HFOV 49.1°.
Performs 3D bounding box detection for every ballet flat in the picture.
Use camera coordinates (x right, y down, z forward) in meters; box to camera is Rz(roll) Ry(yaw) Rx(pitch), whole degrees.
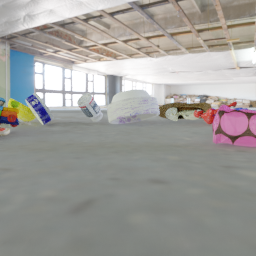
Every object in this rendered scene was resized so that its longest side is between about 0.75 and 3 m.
[{"bbox_3d":[2.117,-0.564,10.677,2.121,0.719,0.767,0,32,15],"label":"ballet flat"}]

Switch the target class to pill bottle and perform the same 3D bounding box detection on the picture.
[{"bbox_3d":[-1.442,-0.757,10.848,0.648,0.648,1.084,3,-36,32],"label":"pill bottle"}]

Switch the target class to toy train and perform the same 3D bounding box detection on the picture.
[{"bbox_3d":[-2.920,-0.400,7.245,1.161,0.672,0.491,6,-19,-12],"label":"toy train"}]

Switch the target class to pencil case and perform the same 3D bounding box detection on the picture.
[{"bbox_3d":[2.339,-0.051,4.714,1.748,0.793,0.819,4,41,19],"label":"pencil case"}]

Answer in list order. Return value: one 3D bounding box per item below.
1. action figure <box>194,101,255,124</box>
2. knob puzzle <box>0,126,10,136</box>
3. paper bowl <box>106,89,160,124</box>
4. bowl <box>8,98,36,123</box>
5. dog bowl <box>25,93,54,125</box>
[{"bbox_3d":[3.487,-0.479,9.448,2.486,0.642,0.813,-2,-29,8],"label":"action figure"},{"bbox_3d":[-3.654,0.010,6.555,2.035,0.282,2.035,-1,6,0],"label":"knob puzzle"},{"bbox_3d":[0.148,-0.754,9.716,1.796,0.934,1.796,-10,-8,-1],"label":"paper bowl"},{"bbox_3d":[-3.968,-0.536,10.331,1.148,0.618,1.148,26,-12,6],"label":"bowl"},{"bbox_3d":[-3.033,-0.647,9.601,0.426,1.080,1.080,-37,19,-18],"label":"dog bowl"}]
